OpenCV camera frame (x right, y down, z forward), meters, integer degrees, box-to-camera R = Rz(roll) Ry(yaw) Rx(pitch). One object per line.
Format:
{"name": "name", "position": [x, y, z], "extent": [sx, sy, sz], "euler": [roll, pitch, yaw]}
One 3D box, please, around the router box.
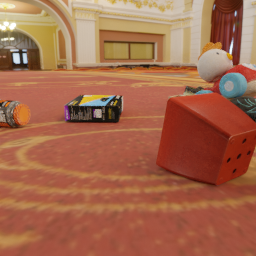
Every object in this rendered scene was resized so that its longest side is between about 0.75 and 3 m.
{"name": "router box", "position": [-1.154, -0.767, 10.382], "extent": [1.840, 0.630, 2.467], "euler": [0, 14, 2]}

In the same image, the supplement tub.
{"name": "supplement tub", "position": [-3.824, -0.459, 8.769], "extent": [1.357, 0.831, 0.831], "euler": [5, 15, 16]}

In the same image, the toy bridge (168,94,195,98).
{"name": "toy bridge", "position": [2.800, -1.545, 14.258], "extent": [1.889, 0.257, 0.635], "euler": [-8, 15, -30]}

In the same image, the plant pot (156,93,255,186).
{"name": "plant pot", "position": [1.536, 0.240, 5.169], "extent": [1.408, 1.410, 1.242], "euler": [-10, 29, -35]}

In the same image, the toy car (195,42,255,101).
{"name": "toy car", "position": [3.579, -2.151, 10.485], "extent": [2.502, 2.715, 2.401], "euler": [-9, -16, -39]}

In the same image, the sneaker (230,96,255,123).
{"name": "sneaker", "position": [3.944, -0.462, 8.612], "extent": [2.402, 0.905, 0.952], "euler": [-9, 41, 42]}

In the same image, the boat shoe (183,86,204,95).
{"name": "boat shoe", "position": [3.790, -1.934, 15.016], "extent": [0.689, 0.634, 1.928], "euler": [-11, 18, -38]}
